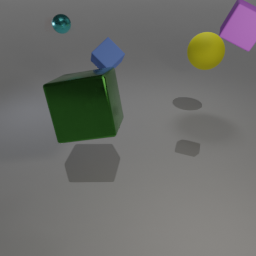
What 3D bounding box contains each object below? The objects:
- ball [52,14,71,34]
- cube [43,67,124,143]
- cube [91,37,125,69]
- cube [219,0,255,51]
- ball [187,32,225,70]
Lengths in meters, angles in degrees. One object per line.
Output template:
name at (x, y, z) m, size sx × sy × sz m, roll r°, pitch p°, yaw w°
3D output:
ball at (-2.489, -3.900, 10.494) m, size 0.700 × 0.700 × 0.700 m, roll 0°, pitch 29°, yaw 0°
cube at (-0.979, -0.591, 6.750) m, size 1.400 × 1.400 × 1.400 m, roll -7°, pitch 19°, yaw 9°
cube at (-0.614, -2.099, 8.314) m, size 0.700 × 0.700 × 0.700 m, roll -46°, pitch 4°, yaw -10°
cube at (2.392, -2.141, 5.797) m, size 0.700 × 0.700 × 0.700 m, roll 28°, pitch 38°, yaw 1°
ball at (2.980, -2.938, 10.729) m, size 1.400 × 1.400 × 1.400 m, roll 0°, pitch 29°, yaw 0°
